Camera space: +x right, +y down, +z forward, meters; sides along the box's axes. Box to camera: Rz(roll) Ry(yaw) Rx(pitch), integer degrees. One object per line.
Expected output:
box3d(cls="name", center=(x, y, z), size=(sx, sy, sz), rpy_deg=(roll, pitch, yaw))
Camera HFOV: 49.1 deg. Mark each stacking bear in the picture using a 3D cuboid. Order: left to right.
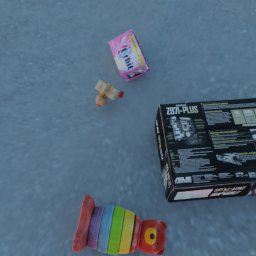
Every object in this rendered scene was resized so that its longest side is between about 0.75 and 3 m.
box3d(cls="stacking bear", center=(-0.100, 2.233, 6.057), size=(1.875, 1.066, 1.139), rpy_deg=(10, 64, 2))

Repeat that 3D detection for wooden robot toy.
box3d(cls="wooden robot toy", center=(-0.596, -0.873, 7.863), size=(0.718, 1.630, 0.740), rpy_deg=(32, 97, 1))

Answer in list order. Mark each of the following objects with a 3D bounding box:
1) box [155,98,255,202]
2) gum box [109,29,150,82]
box3d(cls="box", center=(2.172, 0.522, 6.965), size=(2.715, 1.169, 2.223), rpy_deg=(-5, 61, -3))
box3d(cls="gum box", center=(0.042, -2.224, 8.737), size=(0.844, 0.492, 1.486), rpy_deg=(-25, 65, 13))
